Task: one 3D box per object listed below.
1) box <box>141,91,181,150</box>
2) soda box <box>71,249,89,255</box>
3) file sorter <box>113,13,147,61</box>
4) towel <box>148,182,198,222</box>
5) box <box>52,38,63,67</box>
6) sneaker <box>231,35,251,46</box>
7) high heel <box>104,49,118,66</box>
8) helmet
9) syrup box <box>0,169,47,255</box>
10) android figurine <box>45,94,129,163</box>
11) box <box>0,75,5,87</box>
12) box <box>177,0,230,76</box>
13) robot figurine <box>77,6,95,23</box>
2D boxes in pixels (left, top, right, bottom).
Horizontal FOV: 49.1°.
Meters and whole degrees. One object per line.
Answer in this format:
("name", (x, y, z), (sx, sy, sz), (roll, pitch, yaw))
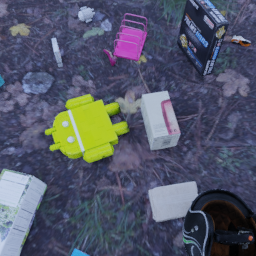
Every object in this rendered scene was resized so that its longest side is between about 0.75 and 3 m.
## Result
("box", (1.143, -0.265, 10.203), (0.979, 1.149, 1.797), (-10, 64, -5))
("soda box", (-1.701, 4.479, 8.221), (0.563, 0.532, 1.659), (24, 67, 10))
("file sorter", (0.118, -3.943, 12.076), (1.131, 1.021, 1.628), (14, 65, 6))
("towel", (1.577, 2.456, 9.362), (1.687, 0.291, 1.118), (-8, 66, -4))
("box", (-2.959, -3.142, 11.714), (0.199, 0.966, 0.753), (-13, 64, -6))
("sneaker", (5.071, -3.930, 12.476), (0.848, 0.321, 0.390), (19, 61, 8))
("high heel", (-0.838, -3.053, 12.069), (0.890, 0.300, 0.428), (44, 111, 31))
("helmet", (2.660, 3.049, 7.960), (2.408, 2.295, 2.408), (0, 92, -1))
("syrup box", (-3.722, 2.847, 8.629), (1.128, 1.167, 2.865), (10, 65, 13))
("android figurine", (-1.537, 0.009, 10.392), (2.953, 0.606, 2.688), (-17, 65, -10))
("box", (-6.045, -1.393, 11.091), (0.903, 0.540, 2.196), (30, 68, 14))
("box", (2.830, -3.694, 11.002), (0.591, 2.363, 2.381), (-14, 55, -12))
("robot figurine", (-1.954, -5.284, 13.037), (0.828, 0.467, 0.702), (-27, 101, -12))
